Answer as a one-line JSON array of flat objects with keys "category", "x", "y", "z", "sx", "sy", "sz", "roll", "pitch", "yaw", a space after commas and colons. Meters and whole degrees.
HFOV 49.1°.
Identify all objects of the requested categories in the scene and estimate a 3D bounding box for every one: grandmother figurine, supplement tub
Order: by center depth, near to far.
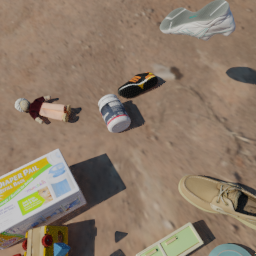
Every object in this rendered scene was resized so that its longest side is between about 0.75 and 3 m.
[{"category": "supplement tub", "x": -0.475, "y": -0.489, "z": 9.457, "sx": 0.805, "sy": 0.805, "sz": 1.147, "roll": -21, "pitch": 61, "yaw": -12}, {"category": "grandmother figurine", "x": -2.984, "y": -0.698, "z": 9.751, "sx": 1.885, "sy": 0.571, "sz": 1.143, "roll": 9, "pitch": 50, "yaw": 2}]

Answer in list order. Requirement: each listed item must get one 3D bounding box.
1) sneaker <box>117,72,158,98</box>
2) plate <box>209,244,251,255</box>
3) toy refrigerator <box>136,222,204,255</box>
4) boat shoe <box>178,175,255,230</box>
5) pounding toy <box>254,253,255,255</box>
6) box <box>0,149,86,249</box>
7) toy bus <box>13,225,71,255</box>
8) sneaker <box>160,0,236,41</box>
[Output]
[{"category": "sneaker", "x": 0.277, "y": -1.631, "z": 10.362, "sx": 1.585, "sy": 0.554, "sz": 0.713, "roll": -23, "pitch": 44, "yaw": -11}, {"category": "plate", "x": 2.669, "y": 3.599, "z": 7.213, "sx": 1.253, "sy": 0.160, "sz": 1.253, "roll": -10, "pitch": 47, "yaw": 10}, {"category": "toy refrigerator", "x": 1.089, "y": 3.222, "z": 7.392, "sx": 1.688, "sy": 0.591, "sz": 0.641, "roll": -25, "pitch": 63, "yaw": -14}, {"category": "boat shoe", "x": 2.856, "y": 1.970, "z": 7.939, "sx": 2.834, "sy": 0.914, "sz": 1.010, "roll": 19, "pitch": 61, "yaw": 11}, {"category": "pounding toy", "x": 3.940, "y": 3.932, "z": 6.876, "sx": 1.629, "sy": 0.756, "sz": 1.257, "roll": 19, "pitch": 61, "yaw": 11}, {"category": "box", "x": -2.689, "y": 1.949, "z": 7.715, "sx": 2.595, "sy": 1.315, "sz": 1.460, "roll": -27, "pitch": 63, "yaw": -15}, {"category": "toy bus", "x": -1.995, "y": 3.431, "z": 7.027, "sx": 1.843, "sy": 1.009, "sz": 1.953, "roll": 33, "pitch": 96, "yaw": 44}, {"category": "sneaker", "x": 1.660, "y": -2.518, "z": 6.981, "sx": 2.114, "sy": 0.847, "sz": 0.743, "roll": 18, "pitch": 76, "yaw": 49}]
